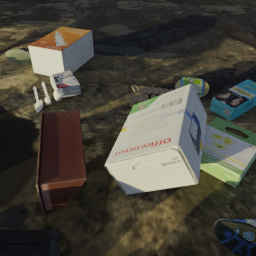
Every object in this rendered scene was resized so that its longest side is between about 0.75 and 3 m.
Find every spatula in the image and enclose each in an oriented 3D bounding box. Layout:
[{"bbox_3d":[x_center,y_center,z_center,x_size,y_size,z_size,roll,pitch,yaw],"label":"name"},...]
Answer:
[{"bbox_3d":[-2.901,-1.275,10.028,1.127,0.130,1.620,-35,44,5],"label":"spatula"}]

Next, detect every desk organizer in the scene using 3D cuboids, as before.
[{"bbox_3d":[-1.672,0.686,7.204,1.062,0.989,2.757,-5,38,-10],"label":"desk organizer"}]

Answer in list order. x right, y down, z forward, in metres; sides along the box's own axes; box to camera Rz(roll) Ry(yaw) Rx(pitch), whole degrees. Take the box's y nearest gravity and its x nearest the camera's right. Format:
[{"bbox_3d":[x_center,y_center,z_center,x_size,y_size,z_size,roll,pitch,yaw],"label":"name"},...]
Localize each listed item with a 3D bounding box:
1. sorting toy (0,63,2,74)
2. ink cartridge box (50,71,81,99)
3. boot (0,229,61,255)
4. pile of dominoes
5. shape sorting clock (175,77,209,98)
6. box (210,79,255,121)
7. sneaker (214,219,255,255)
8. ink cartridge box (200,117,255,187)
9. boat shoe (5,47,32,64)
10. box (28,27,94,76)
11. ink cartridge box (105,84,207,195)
[{"bbox_3d":[-6.058,-2.430,11.543,1.420,0.497,1.429,-8,38,-11],"label":"sorting toy"},{"bbox_3d":[-2.375,-1.654,10.562,0.855,0.483,1.164,-18,42,-20],"label":"ink cartridge box"},{"bbox_3d":[-2.317,2.045,5.440,1.978,0.649,1.630,5,32,-14],"label":"boot"},{"bbox_3d":[0.957,-0.958,9.919,1.768,0.281,1.378,5,41,-2],"label":"pile of dominoes"},{"bbox_3d":[2.414,-1.518,10.570,1.247,0.245,1.247,0,48,0],"label":"shape sorting clock"},{"bbox_3d":[3.871,-1.016,9.729,2.098,0.516,0.863,-27,45,-30],"label":"box"},{"bbox_3d":[2.712,2.203,5.639,1.902,0.720,0.733,9,13,15],"label":"sneaker"},{"bbox_3d":[2.769,0.381,7.893,1.745,0.575,2.397,28,49,30],"label":"ink cartridge box"},{"bbox_3d":[-4.468,-3.270,12.537,1.832,0.653,0.552,-1,36,-13],"label":"boat shoe"},{"bbox_3d":[-2.765,-3.313,12.068,1.575,1.234,2.532,13,40,16],"label":"box"},{"bbox_3d":[0.813,0.243,7.044,1.910,1.150,2.629,-18,27,30],"label":"ink cartridge box"}]
